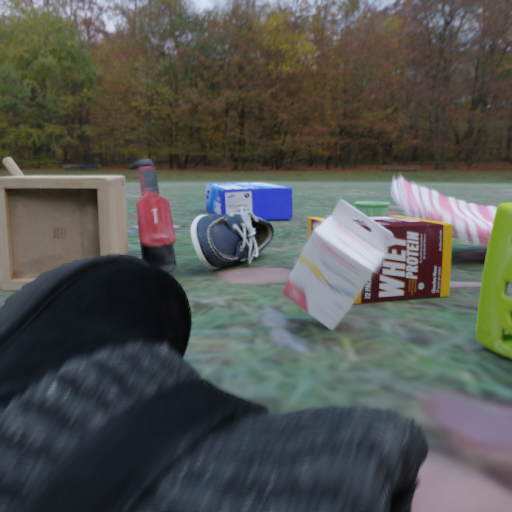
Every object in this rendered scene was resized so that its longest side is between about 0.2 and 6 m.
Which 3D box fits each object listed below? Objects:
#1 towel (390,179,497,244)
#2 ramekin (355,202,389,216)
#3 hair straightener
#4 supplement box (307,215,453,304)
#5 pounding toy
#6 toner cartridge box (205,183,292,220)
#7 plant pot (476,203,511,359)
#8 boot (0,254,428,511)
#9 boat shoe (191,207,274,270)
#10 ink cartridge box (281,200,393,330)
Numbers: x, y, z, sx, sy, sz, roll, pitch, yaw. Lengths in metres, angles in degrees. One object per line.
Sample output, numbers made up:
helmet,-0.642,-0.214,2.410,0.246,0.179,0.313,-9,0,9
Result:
towel,3.548,-0.539,8.590,2.704,0.404,1.979,12,19,-6
ramekin,3.073,-1.191,14.861,0.897,0.438,0.897,0,9,0
hair straightener,-1.535,-0.546,7.904,0.513,0.965,2.509,-9,39,-17
supplement box,1.342,-0.005,6.350,1.208,0.802,1.191,-3,10,-17
pounding toy,-2.428,-0.433,6.767,1.645,1.515,1.170,0,9,1
toner cartridge box,-0.332,-1.596,16.029,1.880,0.854,3.958,-2,9,-11
plant pot,2.365,0.270,3.867,1.142,1.137,1.037,-2,16,-13
boot,-0.271,0.603,2.131,1.772,0.892,2.370,-4,18,17
boat shoe,-0.272,-0.249,7.972,0.669,0.810,2.164,-13,-3,17
ink cartridge box,0.660,0.082,4.668,0.563,0.966,0.326,35,40,15
